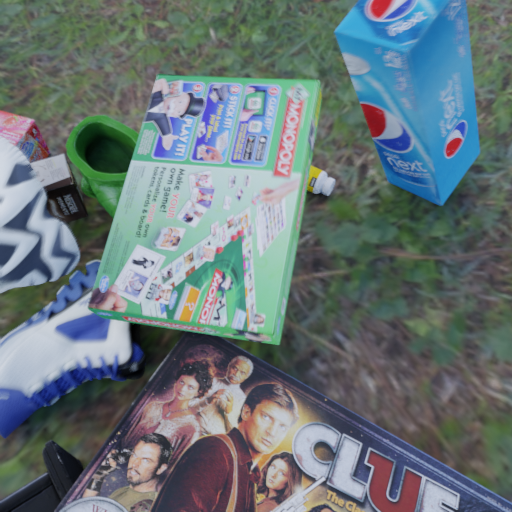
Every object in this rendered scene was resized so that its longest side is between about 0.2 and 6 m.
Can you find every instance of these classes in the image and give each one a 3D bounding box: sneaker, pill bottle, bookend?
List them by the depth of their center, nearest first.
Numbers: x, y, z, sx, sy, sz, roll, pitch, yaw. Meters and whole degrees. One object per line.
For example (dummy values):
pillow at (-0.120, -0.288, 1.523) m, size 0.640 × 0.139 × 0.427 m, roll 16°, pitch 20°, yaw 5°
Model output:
bookend at (-2.533, 3.665, 5.712) m, size 2.386 × 1.106 × 2.401 m, roll -29°, pitch 63°, yaw -16°
sneaker at (-3.466, -0.493, 7.085) m, size 1.474 × 0.904 × 2.265 m, roll -31°, pitch 91°, yaw -42°
sneaker at (-2.260, 1.297, 7.185) m, size 1.457 × 1.020 × 2.524 m, roll 28°, pitch 62°, yaw 18°
pill bottle at (0.910, -1.242, 9.078) m, size 0.696 × 0.387 × 0.387 m, roll 26°, pitch 62°, yaw 14°

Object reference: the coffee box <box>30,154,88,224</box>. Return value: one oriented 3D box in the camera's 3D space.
coffee box at (-3.510, -0.837, 8.529) m, size 1.602 × 0.905 × 0.639 m, roll -19°, pitch 62°, yaw -10°

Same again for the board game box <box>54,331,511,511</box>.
board game box at (0.466, 2.947, 5.572) m, size 4.473 × 0.774 × 3.030 m, roll 28°, pitch 48°, yaw 7°

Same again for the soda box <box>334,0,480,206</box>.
soda box at (2.223, -2.137, 7.721) m, size 1.077 × 3.356 × 1.138 m, roll 32°, pitch 81°, yaw 35°

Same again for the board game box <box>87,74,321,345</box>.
board game box at (-0.521, -0.697, 6.705) m, size 2.172 × 0.470 × 3.228 m, roll 7°, pitch 70°, yaw 12°

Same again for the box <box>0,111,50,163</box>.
box at (-4.387, -1.886, 9.208) m, size 1.639 × 0.817 × 0.783 m, roll 16°, pitch 60°, yaw 10°

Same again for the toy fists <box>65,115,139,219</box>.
toy fists at (-1.283, -0.596, 7.968) m, size 3.313 × 1.689 × 1.139 m, roll 33°, pitch 77°, yaw 18°
